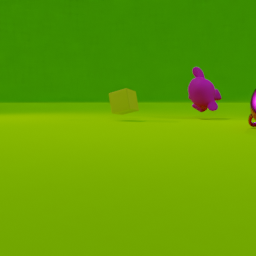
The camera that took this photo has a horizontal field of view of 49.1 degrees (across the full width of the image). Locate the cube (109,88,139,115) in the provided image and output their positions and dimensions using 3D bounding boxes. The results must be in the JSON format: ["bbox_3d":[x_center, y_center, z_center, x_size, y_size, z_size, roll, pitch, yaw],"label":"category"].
[{"bbox_3d":[-0.139,-0.889,9.659,0.719,0.719,0.719,-13,-7,26],"label":"cube"}]

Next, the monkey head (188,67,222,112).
[{"bbox_3d":[3.000,-1.356,10.680,1.404,1.952,1.176,-12,-24,-9],"label":"monkey head"}]

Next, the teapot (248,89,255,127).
[{"bbox_3d":[3.553,-0.602,6.414,0.968,1.230,1.977,18,-41,-24],"label":"teapot"}]
